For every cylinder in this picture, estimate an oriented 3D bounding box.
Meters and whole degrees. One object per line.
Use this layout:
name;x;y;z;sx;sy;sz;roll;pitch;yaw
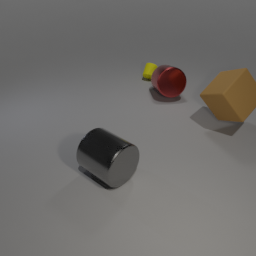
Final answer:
cylinder;-0.606;0.877;8.546;1.400;1.400;1.400;26;40;34
cylinder;1.932;-2.278;13.477;1.400;1.400;1.400;-4;18;-7
cylinder;1.236;-3.159;15.586;0.700;0.700;0.700;17;-9;3

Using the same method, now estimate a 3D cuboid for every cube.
cube;3.896;-1.218;10.552;1.400;1.400;1.400;-46;19;-12
